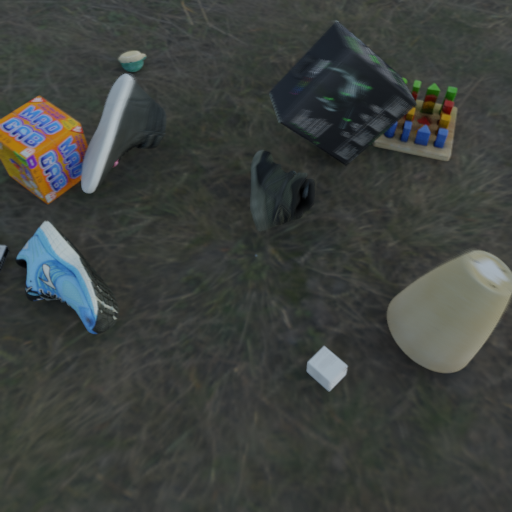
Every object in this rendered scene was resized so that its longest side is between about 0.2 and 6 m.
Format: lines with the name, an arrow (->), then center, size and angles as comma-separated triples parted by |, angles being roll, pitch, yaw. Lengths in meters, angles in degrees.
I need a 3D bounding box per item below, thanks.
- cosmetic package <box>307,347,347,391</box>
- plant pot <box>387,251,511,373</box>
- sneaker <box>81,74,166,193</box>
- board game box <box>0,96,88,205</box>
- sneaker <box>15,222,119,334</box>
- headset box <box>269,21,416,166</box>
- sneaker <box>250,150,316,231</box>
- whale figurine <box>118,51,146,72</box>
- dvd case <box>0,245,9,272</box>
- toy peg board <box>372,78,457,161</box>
cosmetic package -> 1.153, 1.847, 9.154 | 0.419, 0.419, 0.508 | -39, 63, -21
plant pot -> 3.207, 0.739, 8.908 | 1.602, 1.710, 1.602 | 12, 48, -13
sneaker -> -2.637, -2.307, 11.551 | 0.922, 1.293, 2.608 | -2, 67, 50
board game box -> -4.350, -2.151, 11.424 | 1.312, 1.311, 1.311 | 34, 61, 21
sneaker -> -3.400, 0.559, 9.912 | 1.163, 1.013, 2.585 | -42, 57, -9
headset box -> 1.652, -3.168, 11.139 | 2.241, 1.951, 1.040 | 22, 40, -36
sneaker -> 0.520, -1.370, 10.848 | 1.240, 0.828, 2.165 | -11, 38, 7
whale figurine -> -3.074, -4.857, 13.949 | 0.684, 0.446, 0.860 | -10, 32, -1
dvd case -> -5.564, 0.281, 10.404 | 1.579, 0.195, 1.187 | 3, 54, 1
toy peg board -> 3.605, -3.122, 12.414 | 1.684, 0.824, 1.677 | 14, 56, 10
